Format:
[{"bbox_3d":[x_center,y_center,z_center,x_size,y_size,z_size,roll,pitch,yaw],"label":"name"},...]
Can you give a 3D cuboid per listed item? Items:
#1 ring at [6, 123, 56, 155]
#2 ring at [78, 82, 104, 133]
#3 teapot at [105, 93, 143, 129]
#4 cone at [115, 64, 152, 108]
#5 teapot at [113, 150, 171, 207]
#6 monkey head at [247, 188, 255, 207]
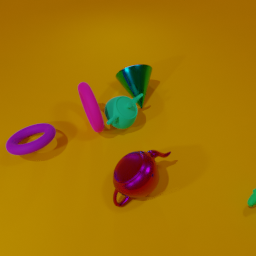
[{"bbox_3d":[-2.622,0.281,7.591,1.353,0.271,1.353,-12,28,6],"label":"ring"},{"bbox_3d":[-1.035,-0.569,7.806,0.295,1.474,1.474,-22,54,-11],"label":"ring"},{"bbox_3d":[-0.111,-0.518,7.948,0.965,0.760,1.552,50,51,-3],"label":"teapot"},{"bbox_3d":[0.313,-1.194,8.906,1.216,1.216,1.221,-10,78,-8],"label":"cone"},{"bbox_3d":[0.296,1.126,6.760,1.886,0.924,1.173,-48,33,-7],"label":"teapot"},{"bbox_3d":[3.233,1.566,6.340,0.759,1.259,0.906,37,87,33],"label":"monkey head"}]
